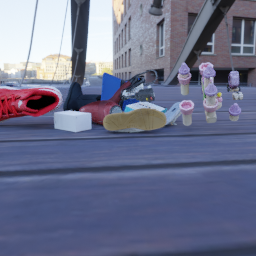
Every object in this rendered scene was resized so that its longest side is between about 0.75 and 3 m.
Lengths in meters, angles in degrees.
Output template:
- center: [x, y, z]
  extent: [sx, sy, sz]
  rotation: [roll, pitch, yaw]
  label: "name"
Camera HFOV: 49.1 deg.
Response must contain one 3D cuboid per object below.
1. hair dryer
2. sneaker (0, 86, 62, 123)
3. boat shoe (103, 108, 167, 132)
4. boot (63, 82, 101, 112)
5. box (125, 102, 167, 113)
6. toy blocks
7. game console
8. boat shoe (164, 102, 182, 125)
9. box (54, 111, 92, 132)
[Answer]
- center: [-0.299, -0.782, 8.470]
  extent: [2.660, 0.723, 2.026]
  rotation: [-19, 24, 14]
  label: "hair dryer"
- center: [-3.164, -0.699, 7.555]
  extent: [2.739, 1.073, 1.582]
  rotation: [-15, 8, -13]
  label: "sneaker"
- center: [0.174, -0.170, 7.067]
  extent: [1.562, 0.553, 0.541]
  rotation: [-2, -10, 0]
  label: "boat shoe"
- center: [-1.656, -1.188, 11.116]
  extent: [1.441, 0.655, 1.715]
  rotation: [1, 45, 8]
  label: "boot"
- center: [0.533, -0.409, 8.177]
  extent: [0.756, 0.451, 1.836]
  rotation: [23, 17, 17]
  label: "box"
- center: [2.178, -1.128, 7.278]
  extent: [1.724, 1.451, 1.611]
  rotation: [-4, 47, 11]
  label: "toy blocks"
- center: [-0.230, -1.328, 9.931]
  extent: [1.181, 1.383, 0.818]
  rotation: [-18, 52, -25]
  label: "game console"
- center: [1.283, -0.283, 8.206]
  extent: [0.410, 0.473, 1.110]
  rotation: [14, 45, 39]
  label: "boat shoe"
- center: [-1.487, -0.190, 7.506]
  extent: [0.905, 0.441, 0.563]
  rotation: [8, 14, 40]
  label: "box"
